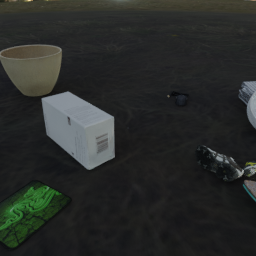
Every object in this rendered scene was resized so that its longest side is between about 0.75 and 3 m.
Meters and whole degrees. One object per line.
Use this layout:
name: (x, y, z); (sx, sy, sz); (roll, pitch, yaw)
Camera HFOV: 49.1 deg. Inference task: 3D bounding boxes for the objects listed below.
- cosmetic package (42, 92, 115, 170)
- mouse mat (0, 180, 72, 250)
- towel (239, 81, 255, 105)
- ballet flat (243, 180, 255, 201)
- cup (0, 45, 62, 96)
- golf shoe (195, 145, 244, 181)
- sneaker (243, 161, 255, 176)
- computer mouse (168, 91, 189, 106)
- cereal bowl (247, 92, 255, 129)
cosmetic package: (-1.627, -0.031, 8.955); (1.082, 1.504, 2.666); (-23, 35, -36)
mouse mat: (-2.483, 1.980, 6.763); (1.491, 0.070, 1.853); (17, 32, 29)
towel: (5.894, -1.216, 11.747); (1.792, 0.926, 2.164); (-4, 31, -4)
ballet flat: (3.484, 1.805, 6.262); (0.766, 0.756, 2.250); (30, 21, -29)
cup: (-4.416, -2.650, 13.214); (2.748, 1.966, 2.748); (0, 28, 0)
golf shoe: (2.610, 1.003, 8.130); (0.742, 0.611, 1.571); (0, 29, -33)
sneaker: (3.513, 1.154, 8.074); (0.829, 0.309, 0.351); (-7, 22, -31)
computer mouse: (2.239, -1.416, 12.687); (0.964, 0.316, 1.373); (10, 30, 16)
cereal bowl: (5.227, -0.467, 9.998); (2.058, 0.857, 2.058); (1, 60, -2)
